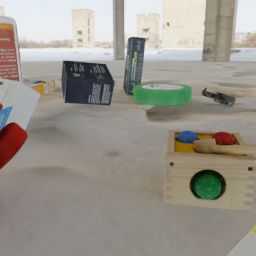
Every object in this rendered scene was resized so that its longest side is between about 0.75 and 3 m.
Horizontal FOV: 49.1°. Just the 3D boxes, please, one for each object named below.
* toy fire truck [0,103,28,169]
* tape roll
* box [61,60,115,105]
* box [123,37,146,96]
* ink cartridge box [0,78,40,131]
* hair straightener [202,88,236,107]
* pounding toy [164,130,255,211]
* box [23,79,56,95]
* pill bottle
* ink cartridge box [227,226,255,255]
[{"bbox_3d":[-2.327,0.466,3.087,2.191,1.229,1.840,-31,25,23],"label":"toy fire truck"},{"bbox_3d":[1.377,-1.400,11.290,2.323,0.558,2.323,1,16,0],"label":"tape roll"},{"bbox_3d":[-1.403,-1.542,9.471,1.570,0.922,1.544,2,33,-18],"label":"box"},{"bbox_3d":[0.253,-2.848,12.804,0.634,2.486,1.960,3,17,-8],"label":"box"},{"bbox_3d":[-2.760,-0.453,5.799,1.519,1.102,0.636,14,-11,25],"label":"ink cartridge box"},{"bbox_3d":[3.166,-1.039,9.454,1.992,0.408,0.766,12,15,-47],"label":"hair straightener"},{"bbox_3d":[1.216,0.461,3.963,1.352,1.044,1.468,2,16,9],"label":"pounding toy"},{"bbox_3d":[-4.612,-1.806,12.712,1.634,0.569,2.745,3,14,9],"label":"box"},{"bbox_3d":[-3.677,-1.487,7.514,1.576,2.809,1.576,-1,15,0],"label":"pill bottle"},{"bbox_3d":[0.698,1.131,1.091,0.768,1.336,1.841,18,24,41],"label":"ink cartridge box"}]
